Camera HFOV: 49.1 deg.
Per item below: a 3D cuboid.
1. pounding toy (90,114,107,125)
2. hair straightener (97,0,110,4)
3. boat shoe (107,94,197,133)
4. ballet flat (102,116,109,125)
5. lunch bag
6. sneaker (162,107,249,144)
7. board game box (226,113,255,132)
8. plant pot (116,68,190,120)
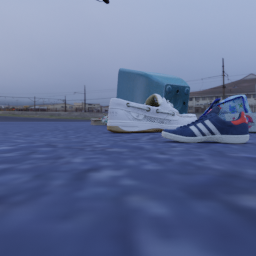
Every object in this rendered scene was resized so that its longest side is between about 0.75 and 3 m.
[{"bbox_3d":[-1.400,-0.460,14.614,1.111,0.637,0.635,0,6,-19],"label":"pounding toy"},{"bbox_3d":[-0.676,-3.209,6.614,0.486,0.258,1.262,20,12,-2],"label":"hair straightener"},{"bbox_3d":[0.661,-0.335,6.183,2.415,0.837,0.855,-1,2,-36],"label":"boat shoe"},{"bbox_3d":[-0.724,-0.300,13.408,0.499,0.590,1.561,32,18,19],"label":"ballet flat"},{"bbox_3d":[5.282,-0.881,15.313,2.488,1.585,2.115,-20,-3,28],"label":"lunch bag"},{"bbox_3d":[0.884,-0.039,3.265,0.974,0.412,0.365,0,2,11],"label":"sneaker"},{"bbox_3d":[2.896,-0.112,6.085,1.296,0.417,0.956,-2,2,-40],"label":"board game box"},{"bbox_3d":[1.160,-1.133,11.523,2.385,2.392,2.436,-1,11,-37],"label":"plant pot"}]
